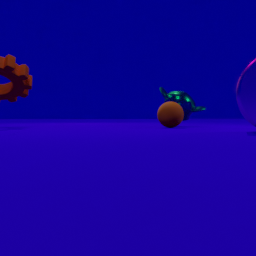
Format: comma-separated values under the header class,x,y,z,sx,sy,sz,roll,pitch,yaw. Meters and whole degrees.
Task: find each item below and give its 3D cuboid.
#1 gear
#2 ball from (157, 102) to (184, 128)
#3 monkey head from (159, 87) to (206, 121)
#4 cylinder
class,x,y,z,sx,sy,sz,roll,pitch,yaw
gear,-3.727,-1.359,7.769,1.991,0.368,1.991,-5,-25,-2
ball,1.210,-0.378,7.984,0.749,0.749,0.749,0,2,0
monkey head,1.631,-0.658,9.205,1.650,0.995,1.187,26,37,9
cylinder,2.707,-0.605,5.055,1.387,1.387,1.387,1,2,22
